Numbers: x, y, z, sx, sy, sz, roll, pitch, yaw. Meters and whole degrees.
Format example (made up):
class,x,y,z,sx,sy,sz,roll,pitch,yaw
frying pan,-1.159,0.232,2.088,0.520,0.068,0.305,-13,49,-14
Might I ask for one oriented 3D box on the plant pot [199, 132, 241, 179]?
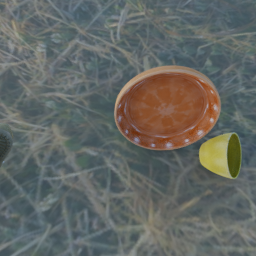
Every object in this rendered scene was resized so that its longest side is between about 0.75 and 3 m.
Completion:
class,x,y,z,sx,sy,sz,roll,pitch,yaw
plant pot,2.396,0.711,7.403,0.841,1.185,1.185,-1,59,38

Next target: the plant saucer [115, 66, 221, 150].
class,x,y,z,sx,sy,sz,roll,pitch,yaw
plant saucer,0.981,-0.444,7.141,2.639,2.639,0.426,0,44,0

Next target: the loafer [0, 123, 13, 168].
class,x,y,z,sx,sy,sz,roll,pitch,yaw
loafer,-3.421,0.764,6.815,0.871,2.291,0.773,39,21,-21
